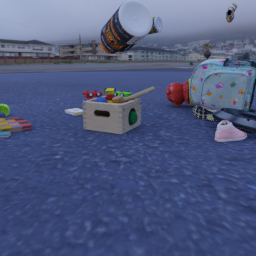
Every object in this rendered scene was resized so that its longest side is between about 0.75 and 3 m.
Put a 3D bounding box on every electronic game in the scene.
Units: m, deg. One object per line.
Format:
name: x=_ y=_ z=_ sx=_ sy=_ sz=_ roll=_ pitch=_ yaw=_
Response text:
electronic game: x=4.287 y=-0.218 z=9.939 sx=2.540 sy=0.529 sz=2.540 roll=9 pitch=15 yaw=-2

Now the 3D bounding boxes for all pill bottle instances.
pill bottle: x=-0.222 y=-3.579 z=10.491 sx=1.322 sy=1.322 sz=2.489 roll=-7 pitch=-3 yaw=-25
pill bottle: x=0.746 y=-3.932 z=10.849 sx=1.090 sy=0.607 sz=0.607 roll=2 pitch=13 yaw=36

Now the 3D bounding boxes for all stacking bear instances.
stacking bear: x=3.471 y=-1.824 z=14.497 sx=2.968 sy=1.688 sz=1.802 roll=-2 pitch=13 yaw=12

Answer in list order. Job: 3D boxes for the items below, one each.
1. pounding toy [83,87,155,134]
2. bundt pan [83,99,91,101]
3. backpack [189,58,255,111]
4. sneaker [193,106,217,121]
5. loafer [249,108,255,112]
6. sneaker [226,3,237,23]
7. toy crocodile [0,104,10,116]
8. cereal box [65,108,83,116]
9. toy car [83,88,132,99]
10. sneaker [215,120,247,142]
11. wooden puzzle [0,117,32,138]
pounding toy: x=-0.289 y=-0.740 z=10.263 sx=2.039 sy=1.450 sz=1.877 roll=7 pitch=16 yaw=25
bundt pan: x=-1.525 y=-1.103 z=13.624 sx=1.326 sy=0.498 sz=1.326 roll=1 pitch=14 yaw=0
backpack: x=4.085 y=-1.817 z=12.384 sx=2.731 sy=2.401 sz=2.094 roll=16 pitch=32 yaw=27
sneaker: x=3.395 y=-0.558 z=11.681 sx=1.433 sy=0.552 sz=0.608 roll=20 pitch=14 yaw=34
loafer: x=5.495 y=-0.915 z=13.159 sx=0.988 sy=0.357 sz=0.360 roll=9 pitch=16 yaw=31
sneaker: x=3.682 y=-4.116 z=10.182 sx=0.319 sy=0.851 sz=0.383 roll=37 pitch=75 yaw=21
toy crocodile: x=-6.274 y=-0.718 z=11.996 sx=2.226 sy=0.687 sz=0.751 roll=-11 pitch=17 yaw=-23
cereal box: x=-2.393 y=-0.747 z=12.861 sx=0.638 sy=0.175 sz=0.887 roll=-13 pitch=20 yaw=-42
toy car: x=-0.945 y=-1.892 z=16.525 sx=2.559 sy=0.607 sz=2.720 roll=10 pitch=18 yaw=33
sneaker: x=3.280 y=0.060 z=8.819 sx=1.209 sy=0.632 sz=0.455 roll=-5 pitch=13 yaw=-23
wooden puzzle: x=-4.571 y=-0.089 z=10.236 sx=1.671 sy=0.198 sz=2.818 roll=-9 pitch=17 yaw=-32
